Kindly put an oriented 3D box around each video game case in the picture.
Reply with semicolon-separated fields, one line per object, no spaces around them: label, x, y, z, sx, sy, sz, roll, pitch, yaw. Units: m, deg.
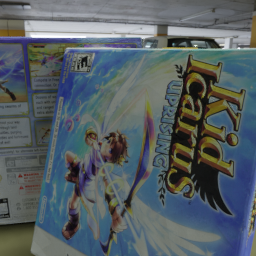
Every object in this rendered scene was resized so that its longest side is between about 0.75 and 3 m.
video game case;-1.193;0.041;3.955;2.788;2.527;0.634;-3;16;-10
video game case;0.092;0.450;2.739;2.177;2.402;0.546;11;2;33
